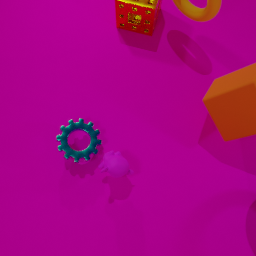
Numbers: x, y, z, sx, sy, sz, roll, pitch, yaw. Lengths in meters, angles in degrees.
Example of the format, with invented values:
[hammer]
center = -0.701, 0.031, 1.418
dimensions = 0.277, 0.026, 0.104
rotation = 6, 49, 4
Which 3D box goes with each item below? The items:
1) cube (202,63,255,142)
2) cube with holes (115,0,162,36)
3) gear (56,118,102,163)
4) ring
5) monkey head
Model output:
[cube]
center = 2.991, -0.677, 7.290
dimensions = 1.353, 1.353, 1.353
rotation = 57, 42, -15
[cube with holes]
center = 0.378, -4.028, 9.103
dimensions = 1.263, 1.263, 1.263
rotation = 15, 71, 5
[gear]
center = -1.322, 0.341, 7.587
dimensions = 1.180, 0.218, 1.180
rotation = 3, 74, -10
[ring]
center = 1.844, -3.867, 7.942
dimensions = 0.374, 1.871, 1.871
rotation = -43, 76, -10
[monkey head]
center = -0.387, 1.007, 7.146
dimensions = 0.795, 1.105, 0.666
rotation = -42, 54, 28
